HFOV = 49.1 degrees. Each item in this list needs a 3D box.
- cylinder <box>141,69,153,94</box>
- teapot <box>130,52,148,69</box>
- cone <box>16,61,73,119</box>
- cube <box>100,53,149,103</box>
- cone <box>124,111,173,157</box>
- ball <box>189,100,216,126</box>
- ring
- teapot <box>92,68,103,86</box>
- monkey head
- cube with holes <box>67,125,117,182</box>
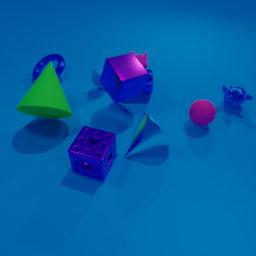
[{"bbox_3d":[0.413,-1.619,9.834,0.863,0.863,0.863,-1,46,-1],"label":"cylinder"},{"bbox_3d":[0.268,-2.506,10.614,1.580,0.774,0.983,-26,23,-37],"label":"teapot"},{"bbox_3d":[-2.430,-1.250,8.495,1.629,1.629,1.636,3,80,3],"label":"cone"},{"bbox_3d":[-0.138,-1.539,8.621,0.996,0.996,0.996,-21,64,-31],"label":"cube"},{"bbox_3d":[0.373,0.413,8.042,1.289,1.284,1.284,-41,54,-1],"label":"cone"},{"bbox_3d":[2.300,-0.471,8.679,0.811,0.811,0.811,0,46,0],"label":"ball"},{"bbox_3d":[-2.966,-2.201,10.467,1.415,0.283,1.415,-12,57,19],"label":"ring"},{"bbox_3d":[-0.973,-1.825,9.929,0.688,1.107,0.542,-33,72,12],"label":"teapot"},{"bbox_3d":[3.556,-1.163,9.365,0.715,0.854,1.187,-33,30,1],"label":"monkey head"},{"bbox_3d":[-0.920,0.682,7.549,0.943,0.943,0.943,14,48,14],"label":"cube with holes"}]
